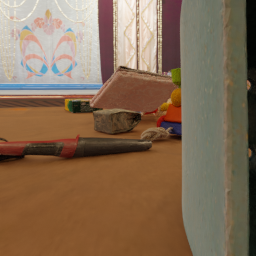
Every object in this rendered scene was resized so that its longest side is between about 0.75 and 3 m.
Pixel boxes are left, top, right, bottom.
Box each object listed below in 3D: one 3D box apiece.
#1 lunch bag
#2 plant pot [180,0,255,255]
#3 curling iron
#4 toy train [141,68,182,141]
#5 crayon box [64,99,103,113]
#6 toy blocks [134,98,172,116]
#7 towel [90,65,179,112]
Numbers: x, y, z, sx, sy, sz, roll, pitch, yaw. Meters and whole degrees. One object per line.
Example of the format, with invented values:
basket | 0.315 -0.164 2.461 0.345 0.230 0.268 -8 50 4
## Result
lunch bag | -0.237 -0.191 6.689 0.956 0.562 0.784 -12 13 -37
plant pot | 1.185 -0.094 1.871 1.849 1.854 1.889 0 -1 -3
curling iron | -0.874 0.253 4.243 2.632 0.336 0.652 -2 8 -17
toy train | 1.071 -0.542 5.719 2.601 1.505 1.101 -7 10 -42
crayon box | -2.121 -1.052 12.980 1.360 0.558 2.163 -3 8 -22
toy blocks | 0.665 -0.821 10.875 1.850 0.672 1.542 -3 9 -19
towel | 0.249 -1.089 8.699 2.313 0.373 2.209 4 -23 -27
